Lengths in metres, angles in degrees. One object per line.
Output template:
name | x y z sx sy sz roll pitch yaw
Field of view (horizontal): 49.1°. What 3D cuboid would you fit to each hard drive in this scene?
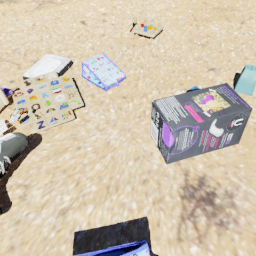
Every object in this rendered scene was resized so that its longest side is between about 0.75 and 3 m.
hard drive | -3.118 -2.277 10.971 1.212 0.328 1.735 16 46 15

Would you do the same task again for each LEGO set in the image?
LEGO set | -3.587 -0.244 8.717 1.187 0.291 0.887 -44 35 -9

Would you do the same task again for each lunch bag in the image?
lunch bag | -0.867 -2.050 10.584 1.470 0.691 1.106 39 53 21
lunch bag | -0.264 2.899 4.910 1.888 1.421 0.888 -10 3 -17

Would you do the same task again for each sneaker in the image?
sneaker | -3.294 1.393 6.928 1.571 1.021 2.721 37 65 25

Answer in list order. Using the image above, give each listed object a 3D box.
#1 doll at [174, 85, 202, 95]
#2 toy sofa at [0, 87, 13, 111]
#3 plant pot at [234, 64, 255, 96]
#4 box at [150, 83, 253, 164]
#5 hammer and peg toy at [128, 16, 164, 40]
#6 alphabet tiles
doll | 2.525 -0.989 9.566 1.942 0.471 1.325 11 45 11
toy sofa | -5.340 -1.372 9.359 2.647 1.096 1.292 15 56 16
plant pot | 4.289 -1.767 10.029 0.652 0.922 0.652 17 47 17
box | 1.985 -0.149 7.995 2.417 1.478 1.282 -13 46 -13
hammer and peg toy | 0.747 -4.726 13.273 1.588 0.560 1.168 22 50 21
alphabet tiles | -2.771 -0.995 9.569 2.126 0.081 2.555 -22 54 -11
